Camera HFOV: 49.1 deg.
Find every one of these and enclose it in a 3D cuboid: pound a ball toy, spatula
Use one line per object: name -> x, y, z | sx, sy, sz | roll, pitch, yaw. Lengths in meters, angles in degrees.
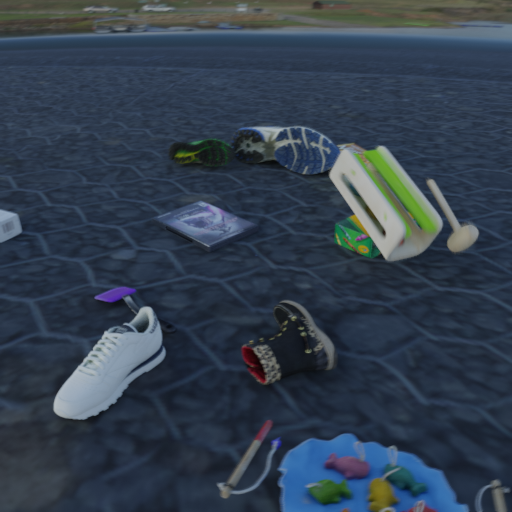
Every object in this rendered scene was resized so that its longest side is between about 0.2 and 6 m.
pound a ball toy -> 2.813, -0.922, 11.057 | 1.716, 1.118, 2.632 | -11, 56, -28
spatula -> -1.990, 0.900, 9.464 | 2.015, 0.207, 0.570 | 25, 37, 38

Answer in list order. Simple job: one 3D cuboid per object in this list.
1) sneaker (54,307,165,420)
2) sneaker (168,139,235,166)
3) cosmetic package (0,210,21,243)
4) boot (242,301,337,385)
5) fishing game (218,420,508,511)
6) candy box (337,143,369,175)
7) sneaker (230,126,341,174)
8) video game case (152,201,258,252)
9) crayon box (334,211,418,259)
sneaker -> -2.062, 1.463, 7.807 | 0.748, 0.788, 1.957 | 16, 33, 24
sneaker -> -1.509, -3.026, 16.197 | 1.940, 0.757, 0.826 | 7, 14, 15
cosmetic package -> -5.857, -0.712, 12.231 | 1.293, 0.479, 0.657 | 13, 30, 27
boot -> 0.341, 1.281, 8.403 | 1.179, 0.573, 1.565 | -13, 37, -24
fishing game -> 1.201, 2.461, 5.910 | 2.936, 0.456, 2.102 | 13, 17, 18
candy box -> 2.743, -2.702, 15.939 | 1.000, 0.479, 1.732 | -10, 30, -18
sneaker -> 0.995, -3.266, 16.235 | 3.364, 1.296, 1.433 | 17, 28, 27
video game case -> -1.155, -0.703, 12.512 | 1.442, 0.191, 2.019 | -25, 36, -38
crayon box -> 2.575, -0.567, 11.911 | 1.669, 0.486, 0.992 | -24, 36, -37
